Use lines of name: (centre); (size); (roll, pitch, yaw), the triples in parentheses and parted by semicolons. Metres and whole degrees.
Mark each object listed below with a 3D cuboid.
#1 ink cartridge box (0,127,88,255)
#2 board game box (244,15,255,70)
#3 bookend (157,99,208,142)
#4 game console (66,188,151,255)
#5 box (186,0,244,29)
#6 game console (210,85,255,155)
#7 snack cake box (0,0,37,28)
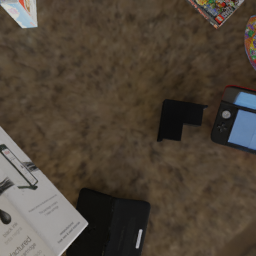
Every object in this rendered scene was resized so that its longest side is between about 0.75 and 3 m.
ink cartridge box: (-2.387, 1.352, 4.519); (2.765, 1.166, 2.018); (45, 103, 6)
board game box: (5.063, -2.660, 8.366); (2.921, 0.569, 2.308); (-17, 86, -1)
bookend: (1.568, -0.122, 8.175); (1.254, 0.577, 1.246); (8, 87, 0)
game console: (-0.553, 2.970, 8.142); (1.860, 1.231, 2.114); (14, 86, -29)
box: (2.561, -4.001, 8.593); (1.608, 0.303, 1.098); (44, 87, 3)
game console: (3.460, -0.002, 7.157); (2.402, 1.425, 2.070); (18, 116, 16)
snack cake box: (-3.088, -3.568, 7.962); (0.500, 1.489, 0.856); (-4, 86, 1)
